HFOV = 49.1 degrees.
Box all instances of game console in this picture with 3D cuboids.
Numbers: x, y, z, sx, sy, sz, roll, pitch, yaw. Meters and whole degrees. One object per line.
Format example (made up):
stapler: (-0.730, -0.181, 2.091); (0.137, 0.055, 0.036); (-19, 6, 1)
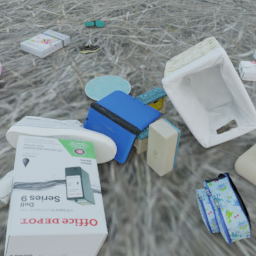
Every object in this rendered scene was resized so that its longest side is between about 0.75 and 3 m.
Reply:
game console: (-0.208, -0.093, 7.601); (1.702, 1.453, 1.007); (32, 21, 31)

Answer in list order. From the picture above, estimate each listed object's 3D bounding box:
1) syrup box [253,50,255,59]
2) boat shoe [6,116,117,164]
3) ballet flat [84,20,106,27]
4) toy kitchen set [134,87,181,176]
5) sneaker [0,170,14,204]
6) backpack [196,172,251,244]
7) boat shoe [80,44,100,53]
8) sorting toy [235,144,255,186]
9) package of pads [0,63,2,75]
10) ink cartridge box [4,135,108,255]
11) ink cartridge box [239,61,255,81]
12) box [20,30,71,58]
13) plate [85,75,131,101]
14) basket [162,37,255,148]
syrup box: (5.207, -2.732, 10.879); (0.313, 0.324, 0.796); (-2, 43, -2)
boat shoe: (-1.652, 0.207, 7.317); (2.920, 1.051, 1.000); (2, 42, 16)
ballet flat: (-1.557, -4.989, 13.352); (1.016, 0.345, 0.383); (0, 27, 4)
toy kitchen set: (0.862, -0.257, 7.449); (1.828, 1.344, 2.281); (-26, 49, -26)
sneaker: (-2.719, 1.404, 6.371); (1.289, 0.502, 0.640); (-24, 59, -18)
backpack: (1.902, 1.680, 5.623); (0.851, 1.060, 1.158); (-23, 45, 7)
boat shoe: (-1.556, -3.290, 11.512); (0.883, 0.286, 0.323); (-22, 47, -22)
sorting toy: (4.374, 0.901, 6.830); (2.658, 0.485, 2.460); (-31, 51, -29)
package of pads: (-4.993, -1.752, 9.568); (1.050, 0.660, 1.743); (-7, 43, -8)
ink cartridge box: (-1.455, 1.340, 5.665); (1.696, 0.977, 2.324); (7, 39, -22)
ink cartridge box: (4.399, -2.074, 10.153); (0.600, 0.350, 0.824); (6, 45, 6)
box: (-3.446, -3.573, 11.788); (1.285, 0.339, 1.648); (26, 49, 25)
plate: (-0.669, -1.285, 9.415); (1.530, 0.195, 1.530); (-1, 43, 0)
basket: (2.108, -0.938, 7.238); (1.602, 2.364, 1.458); (-26, 31, 25)
